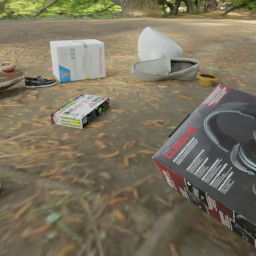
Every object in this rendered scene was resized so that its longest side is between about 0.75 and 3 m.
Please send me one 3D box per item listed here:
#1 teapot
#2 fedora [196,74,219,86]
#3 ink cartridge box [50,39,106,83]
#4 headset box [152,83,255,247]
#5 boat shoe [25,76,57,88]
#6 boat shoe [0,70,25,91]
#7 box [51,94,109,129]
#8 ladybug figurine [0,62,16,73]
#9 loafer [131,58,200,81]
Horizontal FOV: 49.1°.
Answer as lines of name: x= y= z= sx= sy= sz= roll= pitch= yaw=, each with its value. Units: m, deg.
teapot: x=1.366 y=-3.725 z=13.955 sx=2.437 sy=1.780 sz=2.406 roll=-1 pitch=42 yaw=-51
fedora: x=3.349 y=-2.029 z=11.890 sx=0.939 sy=0.383 sz=0.939 roll=4 pitch=27 yaw=-2
ink cartridge box: x=-2.271 y=-3.120 z=12.769 sx=2.137 sy=1.573 sz=1.545 roll=-10 pitch=27 yaw=-22
headset box: x=1.896 y=0.533 z=4.651 sx=1.991 sy=1.033 sz=2.676 roll=-45 pitch=50 yaw=-16
boat shoe: x=-3.644 y=-1.955 z=11.702 sx=1.277 sy=0.432 sz=0.458 roll=-5 pitch=25 yaw=-14
boat shoe: x=-5.078 y=-1.840 z=10.484 sx=1.020 sy=0.967 sz=2.693 roll=-17 pitch=12 yaw=37
box: x=-1.455 y=-0.588 z=8.938 sx=1.059 sy=0.334 sz=1.925 roll=9 pitch=27 yaw=19
ladybug figurine: x=-5.894 y=-2.883 z=13.615 sx=0.791 sy=0.419 sz=1.165 roll=3 pitch=26 yaw=6
loafer: x=1.623 y=-2.654 z=12.184 sx=2.960 sy=1.033 sz=1.035 roll=-2 pitch=65 yaw=-4
